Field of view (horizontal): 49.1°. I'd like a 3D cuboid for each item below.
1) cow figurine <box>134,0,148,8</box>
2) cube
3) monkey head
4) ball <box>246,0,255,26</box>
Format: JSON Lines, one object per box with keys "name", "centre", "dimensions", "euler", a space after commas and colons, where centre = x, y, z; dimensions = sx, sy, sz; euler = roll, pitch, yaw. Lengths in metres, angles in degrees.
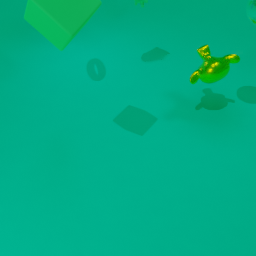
{"name": "cow figurine", "centre": [0.027, -4.107, 7.863], "dimensions": [1.476, 1.452, 0.810], "euler": [-28, 44, -31]}
{"name": "cube", "centre": [-1.078, -1.917, 4.568], "dimensions": [0.811, 0.811, 0.811], "euler": [41, 72, -18]}
{"name": "monkey head", "centre": [2.181, -1.694, 7.399], "dimensions": [1.351, 0.972, 0.814], "euler": [-26, 16, 15]}
{"name": "ball", "centre": [2.963, -2.570, 5.906], "dimensions": [0.877, 0.877, 0.877], "euler": [0, 47, 0]}
